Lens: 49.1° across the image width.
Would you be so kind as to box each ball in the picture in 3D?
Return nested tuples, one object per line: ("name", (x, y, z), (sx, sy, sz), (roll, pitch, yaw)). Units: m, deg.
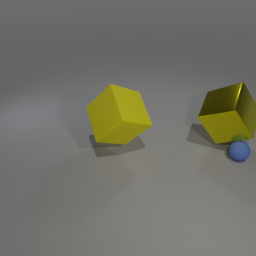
("ball", (3.840, 0.783, 9.630), (0.700, 0.700, 0.700), (0, 31, 0))

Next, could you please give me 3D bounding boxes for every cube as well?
("cube", (3.514, -0.488, 9.730), (1.400, 1.400, 1.400), (-13, 38, 45))
("cube", (-0.318, -0.401, 9.401), (1.400, 1.400, 1.400), (8, 54, -46))
